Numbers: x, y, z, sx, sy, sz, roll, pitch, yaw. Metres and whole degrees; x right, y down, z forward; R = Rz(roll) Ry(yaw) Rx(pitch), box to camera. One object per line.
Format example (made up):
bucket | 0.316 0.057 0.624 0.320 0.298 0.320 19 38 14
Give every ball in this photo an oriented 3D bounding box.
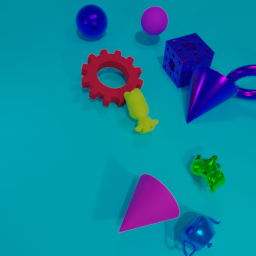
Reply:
ball | -1.394 -4.094 10.786 1.239 1.239 1.239 0 54 0
ball | 0.952 -3.856 10.112 0.991 0.991 0.991 0 54 0

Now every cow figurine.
cow figurine | 0.355 -0.484 8.214 0.703 1.281 1.260 -21 23 -3
cow figurine | 2.006 1.146 7.152 1.053 0.578 1.036 0 35 43

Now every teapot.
teapot | 1.639 2.388 6.328 0.658 0.836 1.344 45 51 16

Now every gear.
gear | -0.519 -1.659 9.170 2.002 0.370 2.002 6 65 -12

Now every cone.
cone | 0.262 1.913 6.287 1.264 1.260 1.260 -35 61 -26
cone | 2.236 -0.795 8.668 1.611 1.611 1.617 32 87 21

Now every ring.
ring | 3.823 -1.363 8.523 1.708 1.708 0.342 10 70 7

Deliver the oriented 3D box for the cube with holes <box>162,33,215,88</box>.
cube with holes | 2.000 -2.293 9.518 1.161 1.161 1.161 -19 56 -14
